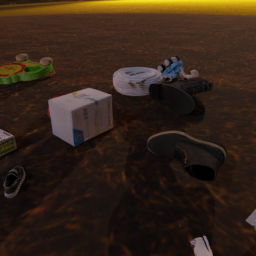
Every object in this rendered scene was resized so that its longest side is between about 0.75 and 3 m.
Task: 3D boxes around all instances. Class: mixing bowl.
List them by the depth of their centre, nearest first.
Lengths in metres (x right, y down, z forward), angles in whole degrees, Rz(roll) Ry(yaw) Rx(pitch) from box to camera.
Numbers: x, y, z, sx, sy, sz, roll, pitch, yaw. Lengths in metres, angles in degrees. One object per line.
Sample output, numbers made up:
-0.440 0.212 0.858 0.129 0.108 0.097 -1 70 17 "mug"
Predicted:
-2.480 -0.889 10.764 1.265 0.685 1.265 2 29 -1 "mixing bowl"

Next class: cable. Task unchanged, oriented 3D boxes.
0.481 -2.262 13.247 2.370 0.820 2.370 -15 30 -27 "cable"

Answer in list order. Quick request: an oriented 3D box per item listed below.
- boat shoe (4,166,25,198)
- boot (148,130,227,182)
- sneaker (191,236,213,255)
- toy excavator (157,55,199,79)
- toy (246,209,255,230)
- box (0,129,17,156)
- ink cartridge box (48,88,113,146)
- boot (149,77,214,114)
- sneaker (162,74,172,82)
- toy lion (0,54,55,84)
-2.861 1.253 7.069 0.394 0.355 1.114 -5 28 -9 "boat shoe"
1.344 0.693 7.184 2.145 0.831 1.484 5 19 24 "boot"
1.395 2.348 5.146 0.308 0.292 0.764 -11 23 1 "sneaker"
2.635 -2.920 14.492 0.890 1.781 1.732 -28 -6 -40 "toy excavator"
2.973 1.919 5.958 0.954 0.225 0.550 -25 39 -37 "toy"
-4.944 0.328 8.683 2.731 0.474 1.503 19 33 32 "box"
-1.518 -0.441 9.300 1.237 1.259 1.710 23 35 37 "ink cartridge box"
2.571 -1.606 11.773 2.578 1.025 2.962 -14 29 -24 "boot"
1.721 -2.544 14.236 1.110 0.416 0.481 0 33 0 "sneaker"
-5.674 -2.968 14.680 2.768 0.950 2.653 13 37 22 "toy lion"
